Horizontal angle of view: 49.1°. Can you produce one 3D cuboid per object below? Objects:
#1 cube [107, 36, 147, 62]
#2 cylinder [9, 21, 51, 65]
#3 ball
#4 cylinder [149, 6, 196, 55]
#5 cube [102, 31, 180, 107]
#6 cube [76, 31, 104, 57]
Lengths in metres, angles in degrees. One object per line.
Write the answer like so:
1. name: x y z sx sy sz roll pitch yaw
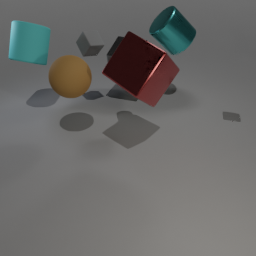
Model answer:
1. cube: 0.027 -2.921 12.169 1.400 1.400 1.400 13 53 15
2. cylinder: -3.753 -3.217 10.715 1.400 1.400 1.400 9 11 -2
3. ball: -1.900 -1.685 9.237 1.400 1.400 1.400 0 31 0
4. cylinder: 1.827 -3.974 11.499 1.400 1.400 1.400 35 18 -28
5. cube: 0.401 -1.654 8.137 1.400 1.400 1.400 38 9 25
6. cube: -1.482 -3.303 10.967 0.700 0.700 0.700 -19 77 -41
